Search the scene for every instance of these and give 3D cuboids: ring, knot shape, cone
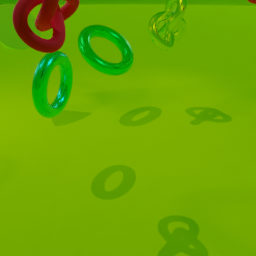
[{"bbox_3d":[-0.679,-2.503,8.952,1.930,0.386,1.930,16,55,-24],"label":"ring"},{"bbox_3d":[-0.975,-1.555,3.426,0.502,1.016,1.086,15,45,4],"label":"knot shape"},{"bbox_3d":[-1.475,-0.858,5.598,0.270,1.350,1.350,13,29,11],"label":"ring"},{"bbox_3d":[1.293,-3.133,8.801,0.823,1.781,1.667,26,-4,16],"label":"knot shape"},{"bbox_3d":[-3.745,-2.866,8.978,1.463,1.463,1.468,-21,-1,-36],"label":"cone"}]

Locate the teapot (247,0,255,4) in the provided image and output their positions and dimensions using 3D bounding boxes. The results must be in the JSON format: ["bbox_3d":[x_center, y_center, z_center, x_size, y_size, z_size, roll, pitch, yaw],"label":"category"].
[{"bbox_3d":[3.375,-3.501,6.956,0.924,1.487,0.728,-30,23,28],"label":"teapot"}]
